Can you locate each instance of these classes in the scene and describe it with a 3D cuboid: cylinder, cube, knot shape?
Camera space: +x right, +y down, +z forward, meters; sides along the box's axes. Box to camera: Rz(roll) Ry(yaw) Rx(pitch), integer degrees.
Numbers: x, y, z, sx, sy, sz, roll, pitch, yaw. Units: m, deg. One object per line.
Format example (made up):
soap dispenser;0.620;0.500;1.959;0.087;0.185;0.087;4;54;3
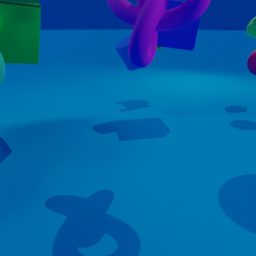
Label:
cylinder;0.139;-2.011;7.433;0.707;0.707;0.707;-25;31;16
cube;-2.555;-2.220;5.738;1.294;1.294;1.294;-4;48;-24
knot shape;0.411;-1.846;3.870;0.826;1.788;1.673;0;-9;-30
cube;1.124;-2.686;7.347;1.097;1.097;1.097;3;18;-12

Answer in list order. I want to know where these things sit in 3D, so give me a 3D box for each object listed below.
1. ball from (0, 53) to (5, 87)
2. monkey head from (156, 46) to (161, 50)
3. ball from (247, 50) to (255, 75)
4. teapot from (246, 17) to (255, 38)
ball;-2.687;-1.011;4.647;1.189;1.189;1.189;0;21;0
monkey head;0.906;-3.549;9.353;1.225;1.703;1.026;-15;1;-36
ball;3.598;-1.768;7.548;0.720;0.720;0.720;0;21;0
teapot;4.137;-3.162;8.848;1.166;0.725;0.571;-7;53;-41
